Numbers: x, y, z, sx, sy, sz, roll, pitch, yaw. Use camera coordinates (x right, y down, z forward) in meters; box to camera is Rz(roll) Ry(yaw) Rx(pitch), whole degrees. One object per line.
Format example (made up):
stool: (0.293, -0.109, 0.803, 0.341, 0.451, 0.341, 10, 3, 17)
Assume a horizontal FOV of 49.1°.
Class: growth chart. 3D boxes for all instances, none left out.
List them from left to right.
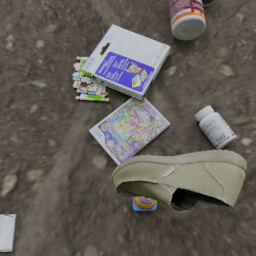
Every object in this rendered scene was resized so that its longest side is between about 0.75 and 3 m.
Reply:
growth chart: (-1.198, -1.580, 8.996, 1.212, 0.149, 1.675, -1, 69, 1)

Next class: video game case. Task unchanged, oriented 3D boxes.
video game case: (0.053, 0.000, 8.378, 1.993, 0.180, 1.427, -39, 74, -13)

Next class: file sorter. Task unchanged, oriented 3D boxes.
file sorter: (-3.659, 2.652, 7.048, 1.309, 0.815, 0.908, -1, 70, -1)

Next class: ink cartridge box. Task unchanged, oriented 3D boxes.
ink cartridge box: (-0.038, -2.151, 8.971, 2.149, 0.466, 2.129, 25, 67, 11)

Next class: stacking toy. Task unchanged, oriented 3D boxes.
stacking toy: (0.467, 1.724, 7.174, 0.668, 1.218, 0.707, -1, 69, -1)

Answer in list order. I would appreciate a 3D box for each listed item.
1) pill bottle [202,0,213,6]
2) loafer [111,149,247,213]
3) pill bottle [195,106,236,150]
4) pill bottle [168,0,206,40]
pill bottle: (2.756, -4.915, 9.632, 0.707, 1.274, 0.707, 0, 69, 0)
loafer: (0.777, 1.082, 5.310, 2.803, 1.060, 0.957, -16, 50, 36)
pill bottle: (2.505, -0.020, 8.122, 0.667, 0.667, 1.177, -29, 73, -10)
pill bottle: (1.934, -4.059, 9.397, 1.105, 1.105, 1.935, -3, 70, -1)
